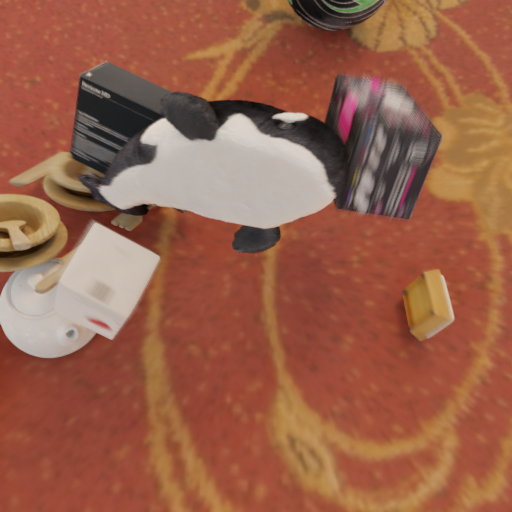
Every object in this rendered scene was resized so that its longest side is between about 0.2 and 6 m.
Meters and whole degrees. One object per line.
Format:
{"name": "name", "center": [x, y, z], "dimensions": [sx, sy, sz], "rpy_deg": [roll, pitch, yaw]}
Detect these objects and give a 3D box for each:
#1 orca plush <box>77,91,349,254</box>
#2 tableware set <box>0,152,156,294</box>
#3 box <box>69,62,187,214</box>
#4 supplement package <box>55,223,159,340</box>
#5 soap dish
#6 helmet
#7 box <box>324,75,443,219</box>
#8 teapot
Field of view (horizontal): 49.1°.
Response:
{"name": "orca plush", "center": [-0.442, -1.189, 7.117], "dimensions": [2.160, 4.105, 1.459], "rpy_deg": [49, 56, -19]}
{"name": "tableware set", "center": [-2.963, -0.897, 8.271], "dimensions": [2.252, 0.683, 3.406], "rpy_deg": [20, 35, 12]}
{"name": "box", "center": [-1.650, -1.765, 8.369], "dimensions": [2.014, 1.421, 0.794], "rpy_deg": [26, 41, 3]}
{"name": "supplement package", "center": [-1.735, 0.343, 6.390], "dimensions": [0.800, 1.320, 0.791], "rpy_deg": [28, 64, -10]}
{"name": "soap dish", "center": [2.420, 0.690, 7.989], "dimensions": [0.344, 0.667, 0.847], "rpy_deg": [15, 50, -21]}
{"name": "helmet", "center": [1.662, -5.647, 11.199], "dimensions": [2.243, 2.138, 2.243], "rpy_deg": [-28, 42, 29]}
{"name": "box", "center": [1.531, -1.463, 7.368], "dimensions": [1.036, 1.193, 1.805], "rpy_deg": [7, 34, -8]}
{"name": "teapot", "center": [-2.937, 0.573, 7.838], "dimensions": [1.565, 1.143, 1.544], "rpy_deg": [5, 57, 5]}
